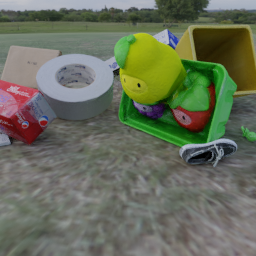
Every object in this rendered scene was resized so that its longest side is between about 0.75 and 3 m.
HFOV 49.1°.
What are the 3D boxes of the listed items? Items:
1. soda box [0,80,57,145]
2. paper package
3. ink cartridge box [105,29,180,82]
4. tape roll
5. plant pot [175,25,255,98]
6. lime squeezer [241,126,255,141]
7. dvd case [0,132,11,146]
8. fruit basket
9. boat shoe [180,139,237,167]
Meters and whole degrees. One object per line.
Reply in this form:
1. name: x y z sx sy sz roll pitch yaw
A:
1. soda box: -3.143 -0.547 6.850 2.808 0.890 0.983 16 53 33
2. paper package: -3.214 -1.861 9.561 1.712 1.632 0.886 6 -22 -1
3. ink cartridge box: 0.614 -2.518 10.413 2.863 0.633 1.346 -18 -22 36
4. tape roll: -1.531 -1.275 8.322 2.219 0.733 2.219 3 47 -3
5. plant pot: 2.551 -1.839 9.076 2.118 2.104 2.166 -6 -5 -17
6. lime squeezer: 2.957 0.142 6.707 0.435 0.232 1.231 -6 22 -14
7. dvd case: -3.284 0.289 6.441 1.015 0.089 0.724 -9 24 -29
8. fruit basket: 0.743 -0.840 6.415 3.039 2.192 3.039 11 12 -2
9. boat shoe: 1.656 0.503 5.530 1.216 0.449 0.415 0 28 -15
